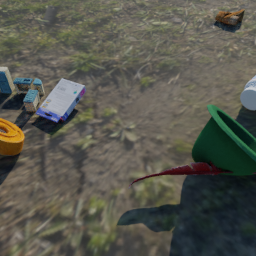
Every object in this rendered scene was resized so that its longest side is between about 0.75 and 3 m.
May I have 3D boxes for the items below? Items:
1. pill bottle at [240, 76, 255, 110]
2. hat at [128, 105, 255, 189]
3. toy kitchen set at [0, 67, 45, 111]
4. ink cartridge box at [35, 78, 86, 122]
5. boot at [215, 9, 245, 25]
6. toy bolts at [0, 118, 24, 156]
[{"bbox_3d":[4.060,-1.198,8.366,0.876,0.876,1.611,35,54,30],"label":"pill bottle"},{"bbox_3d":[1.858,0.915,6.677,2.612,2.299,2.163,39,21,-6],"label":"hat"},{"bbox_3d":[-3.349,-1.157,8.364,1.392,0.820,1.115,3,45,3],"label":"toy kitchen set"},{"bbox_3d":[-1.951,-0.774,8.211,0.849,0.299,1.423,20,62,20],"label":"ink cartridge box"},{"bbox_3d":[4.567,-5.039,12.479,1.006,0.479,1.300,24,47,28],"label":"boot"},{"bbox_3d":[-3.844,0.916,6.169,2.724,1.978,2.852,21,19,-39],"label":"toy bolts"}]
